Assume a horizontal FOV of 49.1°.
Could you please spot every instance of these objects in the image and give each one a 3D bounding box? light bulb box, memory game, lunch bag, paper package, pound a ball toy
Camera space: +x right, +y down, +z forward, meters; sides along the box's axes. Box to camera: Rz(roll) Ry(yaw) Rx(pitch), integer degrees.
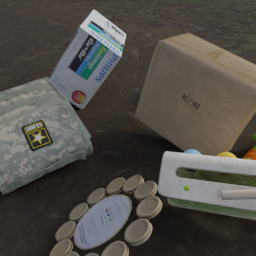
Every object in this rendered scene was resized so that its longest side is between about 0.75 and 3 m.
[{"bbox_3d":[-1.346,-2.334,9.404,1.481,2.352,2.372,33,30,-16],"label":"light bulb box"},{"bbox_3d":[-0.387,1.562,4.664,2.147,0.137,2.147,-28,20,11],"label":"memory game"},{"bbox_3d":[-2.345,0.120,6.739,2.179,1.562,2.657,-24,46,-24],"label":"lunch bag"},{"bbox_3d":[1.721,-0.695,6.843,2.555,2.435,1.322,36,42,22],"label":"paper package"},{"bbox_3d":[1.910,0.869,4.931,2.666,1.738,1.132,3,66,22],"label":"pound a ball toy"}]

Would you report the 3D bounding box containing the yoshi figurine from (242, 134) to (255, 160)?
[{"bbox_3d":[3.740,0.505,6.870,2.452,1.378,1.373,-38,13,-26],"label":"yoshi figurine"}]
